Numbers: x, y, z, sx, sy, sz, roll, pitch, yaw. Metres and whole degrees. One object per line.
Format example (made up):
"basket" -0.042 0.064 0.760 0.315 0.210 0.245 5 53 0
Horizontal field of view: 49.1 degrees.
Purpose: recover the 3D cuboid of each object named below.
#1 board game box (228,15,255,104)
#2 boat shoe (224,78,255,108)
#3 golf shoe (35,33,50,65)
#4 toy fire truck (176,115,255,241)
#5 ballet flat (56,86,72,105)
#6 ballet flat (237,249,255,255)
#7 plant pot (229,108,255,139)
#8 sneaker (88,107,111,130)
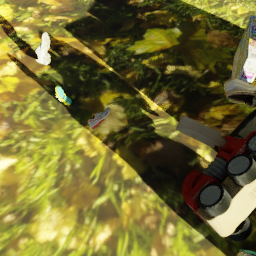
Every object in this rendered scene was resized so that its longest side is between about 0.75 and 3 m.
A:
"board game box" 3.568 -2.087 8.449 0.403 1.582 2.353 16 52 9
"boat shoe" 3.333 -0.811 7.535 1.638 0.604 0.567 14 67 -5
"golf shoe" -2.812 -2.581 9.088 0.505 1.039 0.407 12 27 5
"toy fire truck" 1.866 0.789 6.081 2.101 1.535 2.386 -45 22 -6
"ballet flat" -1.906 -0.896 7.990 0.259 0.772 0.258 -4 60 23
"ballet flat" 3.313 2.780 4.661 2.831 1.016 1.016 5 49 20
"plant pot" 3.746 0.116 6.469 2.055 1.823 2.050 -32 58 -26
"sneaker" -0.780 -0.332 7.737 0.340 0.322 0.827 46 56 -5
